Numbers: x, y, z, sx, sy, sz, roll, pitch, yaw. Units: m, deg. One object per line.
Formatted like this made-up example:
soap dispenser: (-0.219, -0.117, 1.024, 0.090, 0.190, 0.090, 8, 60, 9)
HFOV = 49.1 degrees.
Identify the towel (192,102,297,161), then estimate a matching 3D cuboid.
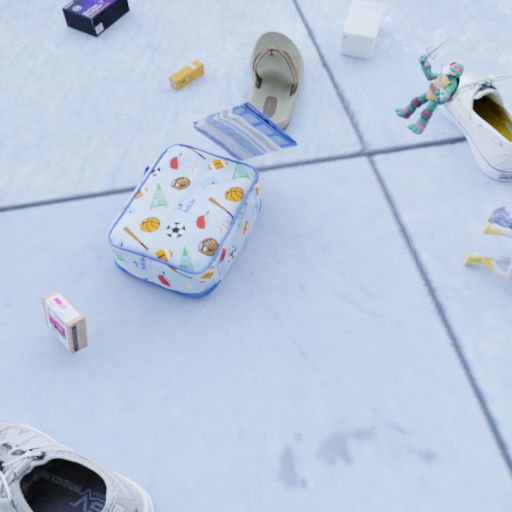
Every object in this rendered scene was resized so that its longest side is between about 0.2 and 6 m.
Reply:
towel: (-0.216, -1.935, 8.951, 1.569, 1.152, 0.187, 0, 63, 55)

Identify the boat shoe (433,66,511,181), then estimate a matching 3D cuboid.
boat shoe: (4.012, -2.719, 9.911, 1.042, 1.203, 2.822, -8, 55, -5)

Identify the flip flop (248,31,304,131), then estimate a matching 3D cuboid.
flip flop: (0.322, -3.449, 10.684, 1.105, 0.785, 2.725, 7, 55, 5)

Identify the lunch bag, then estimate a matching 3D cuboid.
lunch bag: (-1.081, -0.636, 8.650, 1.923, 0.907, 2.400, 18, 58, 15)

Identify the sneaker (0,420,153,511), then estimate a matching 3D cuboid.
sneaker: (-2.593, 2.393, 6.293, 2.951, 1.210, 1.103, 12, 56, 8)

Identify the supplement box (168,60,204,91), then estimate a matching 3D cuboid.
supplement box: (-1.377, -3.590, 11.115, 0.262, 0.254, 0.762, 35, 61, 22)

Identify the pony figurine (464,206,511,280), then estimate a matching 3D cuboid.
pony figurine: (4.085, -0.117, 8.270, 1.484, 1.236, 1.433, 27, 91, 14)

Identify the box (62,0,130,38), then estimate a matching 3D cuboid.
box: (-3.496, -5.398, 12.271, 0.847, 0.473, 1.200, 23, 58, 19)

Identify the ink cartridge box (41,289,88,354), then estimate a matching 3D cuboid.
ink cartridge box: (-2.570, 0.885, 7.532, 0.262, 0.575, 0.698, -29, 52, -36)

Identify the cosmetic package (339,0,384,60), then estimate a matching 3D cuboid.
cosmetic package: (2.218, -4.770, 11.764, 0.695, 0.548, 1.291, 15, 57, 9)

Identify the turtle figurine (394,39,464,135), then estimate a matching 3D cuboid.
turtle figurine: (2.523, -2.352, 7.896, 0.608, 1.209, 0.905, 19, 37, -22)
